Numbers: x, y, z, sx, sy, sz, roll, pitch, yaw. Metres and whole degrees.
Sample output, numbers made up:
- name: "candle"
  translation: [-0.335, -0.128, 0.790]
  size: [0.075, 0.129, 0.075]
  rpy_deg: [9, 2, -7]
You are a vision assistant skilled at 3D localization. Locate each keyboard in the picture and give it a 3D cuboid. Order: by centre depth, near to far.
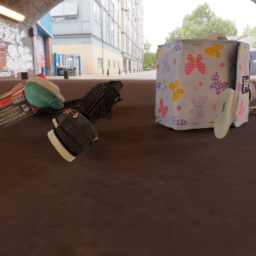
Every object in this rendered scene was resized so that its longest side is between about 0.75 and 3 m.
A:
- name: "keyboard"
  translation: [-0.821, -0.731, 6.851]
  size: [1.336, 0.509, 2.567]
  rpy_deg: [-3, 32, 22]
- name: "keyboard"
  translation: [-1.889, -0.808, 9.395]
  size: [1.703, 0.276, 2.680]
  rpy_deg: [-6, 12, 40]

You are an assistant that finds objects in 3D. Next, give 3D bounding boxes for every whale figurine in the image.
- name: "whale figurine"
  translation: [-1.970, -0.708, 6.650]
  size: [0.958, 0.625, 1.205]
  rpy_deg: [22, -16, 13]

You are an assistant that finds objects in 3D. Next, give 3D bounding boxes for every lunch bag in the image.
- name: "lunch bag"
  translation: [2.070, -1.113, 7.064]
  size: [2.507, 2.126, 1.594]
  rpy_deg: [-2, 11, -20]

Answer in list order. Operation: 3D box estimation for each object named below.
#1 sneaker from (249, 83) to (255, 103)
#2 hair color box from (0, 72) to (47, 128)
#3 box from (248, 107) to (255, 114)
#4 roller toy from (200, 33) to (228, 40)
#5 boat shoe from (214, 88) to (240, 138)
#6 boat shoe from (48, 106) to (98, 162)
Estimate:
- name: "sneaker"
  translation: [3.833, -1.112, 10.158]
  size: [1.109, 0.725, 1.930]
  rpy_deg: [-14, -5, 8]
- name: "hair color box"
  translation: [-2.876, -0.835, 7.685]
  size: [1.072, 0.647, 2.112]
  rpy_deg: [-23, 23, 6]
- name: "box"
  translation: [4.359, -0.605, 9.455]
  size: [0.912, 0.172, 0.623]
  rpy_deg: [-2, 12, -2]
- name: "roller toy"
  translation: [3.365, -2.431, 11.455]
  size: [2.523, 1.933, 2.766]
  rpy_deg: [-31, -26, -6]
- name: "boat shoe"
  translation: [2.035, -0.268, 5.631]
  size: [0.366, 1.027, 0.358]
  rpy_deg: [15, -3, -20]
- name: "boat shoe"
  translation: [-0.818, 0.020, 4.437]
  size: [0.591, 0.690, 1.887]
  rpy_deg: [-40, 12, -5]
